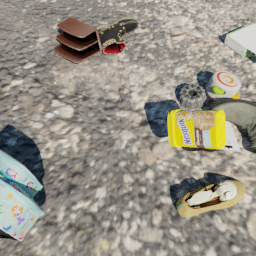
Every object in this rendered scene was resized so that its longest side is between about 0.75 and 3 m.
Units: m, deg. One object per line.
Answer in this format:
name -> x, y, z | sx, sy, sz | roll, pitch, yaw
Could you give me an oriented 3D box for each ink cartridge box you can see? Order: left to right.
ink cartridge box -> 3.361, 0.302, 10.110 | 1.085, 0.338, 1.348 | 8, 53, -19
ink cartridge box -> 6.195, -3.889, 13.272 | 1.910, 0.629, 2.625 | -26, 57, -18

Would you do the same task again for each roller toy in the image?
roller toy -> 3.865, -1.662, 11.421 | 1.290, 0.902, 1.177 | 1, 51, -13

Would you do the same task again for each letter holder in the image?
letter holder -> -2.515, -4.031, 12.884 | 1.549, 1.096, 2.180 | -37, 51, -22

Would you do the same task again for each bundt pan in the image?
bundt pan -> 2.611, -1.340, 11.365 | 1.180, 0.443, 1.180 | -3, 58, 5

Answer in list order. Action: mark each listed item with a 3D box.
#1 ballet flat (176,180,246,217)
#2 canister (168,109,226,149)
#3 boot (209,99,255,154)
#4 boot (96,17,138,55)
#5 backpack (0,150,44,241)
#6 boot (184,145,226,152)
ballet flat -> 2.678, 2.112, 8.645 | 2.437, 0.768, 0.836 | -18, 56, -14
canister -> 2.090, 0.024, 8.573 | 1.633, 1.213, 0.707 | 2, 9, 43
boot -> 4.464, 0.016, 10.170 | 2.935, 0.994, 1.917 | 5, 59, 6
boot -> -0.411, -4.459, 13.576 | 2.270, 0.831, 1.709 | -14, 53, -6
backpack -> -3.585, 1.867, 7.863 | 2.614, 2.321, 1.968 | 33, 64, 22
boot -> 2.724, 0.294, 10.193 | 1.486, 0.544, 1.119 | -3, 53, 4
